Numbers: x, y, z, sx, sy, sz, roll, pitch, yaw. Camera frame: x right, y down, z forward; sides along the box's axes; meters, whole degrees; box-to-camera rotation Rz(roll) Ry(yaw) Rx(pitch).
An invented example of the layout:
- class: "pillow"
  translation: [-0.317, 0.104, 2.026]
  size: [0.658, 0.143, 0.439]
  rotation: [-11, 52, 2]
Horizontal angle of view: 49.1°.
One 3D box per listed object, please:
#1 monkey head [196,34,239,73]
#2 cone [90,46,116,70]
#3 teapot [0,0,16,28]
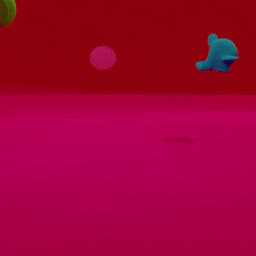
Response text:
- class: "monkey head"
  translation: [1.955, -1.598, 6.206]
  size: [0.831, 0.696, 1.155]
  rotation: [-10, 44, -7]
- class: "cone"
  translation: [-1.056, -2.754, 12.016]
  size: [1.069, 1.069, 1.073]
  rotation: [0, -14, -3]
- class: "teapot"
  translation: [-3.685, -3.506, 7.859]
  size: [1.139, 1.832, 0.897]
  rotation: [33, 26, -29]
